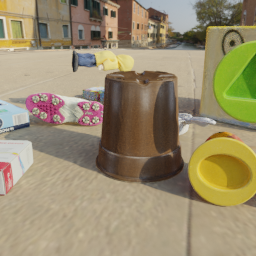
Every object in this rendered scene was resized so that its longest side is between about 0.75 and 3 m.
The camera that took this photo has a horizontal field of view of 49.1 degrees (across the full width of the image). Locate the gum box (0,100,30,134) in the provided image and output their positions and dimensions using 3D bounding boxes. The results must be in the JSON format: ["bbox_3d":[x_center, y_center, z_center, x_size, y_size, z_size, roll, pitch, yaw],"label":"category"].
[{"bbox_3d":[-4.646,-0.332,8.518,2.584,0.576,2.195,18,26,41],"label":"gum box"}]

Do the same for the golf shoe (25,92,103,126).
[{"bbox_3d":[-1.934,-0.581,8.846,2.428,0.914,1.111,11,7,-8],"label":"golf shoe"}]

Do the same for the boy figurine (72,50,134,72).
[{"bbox_3d":[-0.880,-2.350,9.921,2.174,0.700,1.352,-1,33,-21],"label":"boy figurine"}]

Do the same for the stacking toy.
[{"bbox_3d":[2.645,-0.003,4.723,2.950,2.671,1.246,6,9,20],"label":"stacking toy"}]

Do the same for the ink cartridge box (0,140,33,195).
[{"bbox_3d":[-2.578,0.729,5.529,0.956,0.543,1.311,1,19,4],"label":"ink cartridge box"}]

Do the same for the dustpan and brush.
[{"bbox_3d":[1.404,-0.162,7.883,1.658,0.680,2.375,-15,24,-37],"label":"dustpan and brush"}]

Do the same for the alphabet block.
[{"bbox_3d":[4.277,-1.763,9.068,2.841,2.909,2.856,18,25,39],"label":"alphabet block"}]

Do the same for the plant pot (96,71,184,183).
[{"bbox_3d":[0.279,-0.169,5.997,1.975,1.956,1.975,1,19,0],"label":"plant pot"}]

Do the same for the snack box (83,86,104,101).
[{"bbox_3d":[-1.236,-1.497,12.161,1.156,0.391,0.975,19,28,40],"label":"snack box"}]
